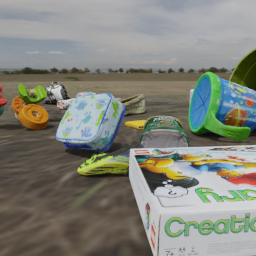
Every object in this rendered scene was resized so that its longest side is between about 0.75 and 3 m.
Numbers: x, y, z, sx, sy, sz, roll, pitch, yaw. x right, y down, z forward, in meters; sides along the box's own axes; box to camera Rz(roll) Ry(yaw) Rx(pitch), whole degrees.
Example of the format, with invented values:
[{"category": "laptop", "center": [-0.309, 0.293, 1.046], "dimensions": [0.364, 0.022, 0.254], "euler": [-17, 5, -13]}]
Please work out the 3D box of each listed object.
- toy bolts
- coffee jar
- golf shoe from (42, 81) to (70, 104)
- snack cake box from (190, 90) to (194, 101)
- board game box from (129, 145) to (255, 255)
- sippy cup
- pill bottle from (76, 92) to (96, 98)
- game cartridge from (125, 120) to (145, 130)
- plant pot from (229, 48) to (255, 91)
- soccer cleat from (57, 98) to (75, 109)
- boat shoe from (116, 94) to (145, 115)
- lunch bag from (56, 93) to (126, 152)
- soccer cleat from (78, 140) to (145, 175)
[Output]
[{"category": "toy bolts", "center": [-3.250, -0.353, 7.853], "dimensions": [1.812, 1.257, 1.731], "euler": [3, 47, -39]}, {"category": "coffee jar", "center": [0.657, 0.169, 5.186], "dimensions": [0.814, 0.666, 1.561], "euler": [1, 11, 5]}, {"category": "golf shoe", "center": [-3.524, -1.476, 13.283], "dimensions": [1.249, 1.027, 2.643], "euler": [-28, 23, -18]}, {"category": "snack cake box", "center": [3.688, -1.023, 10.709], "dimensions": [2.473, 0.831, 1.422], "euler": [1, 13, 5]}, {"category": "board game box", "center": [1.522, 0.654, 3.172], "dimensions": [2.847, 0.493, 1.797], "euler": [-1, 12, -7]}, {"category": "sippy cup", "center": [2.418, -0.494, 6.878], "dimensions": [1.430, 1.951, 1.532], "euler": [10, -19, -6]}, {"category": "pill bottle", "center": [-1.947, -1.429, 13.428], "dimensions": [0.565, 0.565, 1.038], "euler": [8, 14, 35]}, {"category": "game cartridge", "center": [0.377, -0.095, 7.957], "dimensions": [0.682, 0.125, 0.773], "euler": [-6, 11, -29]}, {"category": "plant pot", "center": [4.209, -0.892, 7.568], "dimensions": [2.079, 2.159, 2.159], "euler": [11, 7, -23]}, {"category": "soccer cleat", "center": [-2.217, -0.981, 11.466], "dimensions": [1.450, 0.503, 0.563], "euler": [1, 9, 21]}, {"category": "boat shoe", "center": [-0.266, -0.803, 9.958], "dimensions": [0.815, 0.697, 2.223], "euler": [11, 15, 42]}, {"category": "lunch bag", "center": [-0.717, -0.081, 5.177], "dimensions": [1.285, 1.033, 0.530], "euler": [-1, -29, 43]}, {"category": "soccer cleat", "center": [-0.225, 0.547, 4.136], "dimensions": [1.078, 0.451, 0.348], "euler": [-20, 19, 10]}]
